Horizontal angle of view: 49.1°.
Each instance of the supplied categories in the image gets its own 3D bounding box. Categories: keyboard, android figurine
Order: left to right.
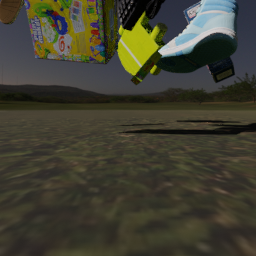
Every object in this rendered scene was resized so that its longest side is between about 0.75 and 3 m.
[{"bbox_3d":[0.479,-3.140,10.806,0.572,2.534,2.784,-26,-19,-33],"label":"android figurine"},{"bbox_3d":[0.414,-3.155,5.809,0.334,1.563,2.602,-11,-17,-31],"label":"keyboard"}]

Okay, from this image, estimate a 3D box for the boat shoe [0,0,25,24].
[{"bbox_3d":[-3.261,-3.682,8.137,0.581,1.609,0.523,11,-9,2],"label":"boat shoe"}]

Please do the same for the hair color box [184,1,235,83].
[{"bbox_3d":[2.751,-2.850,9.434,0.739,2.442,1.221,-23,-14,19],"label":"hair color box"}]

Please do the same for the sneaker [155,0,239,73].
[{"bbox_3d":[2.015,-2.778,8.262,1.159,1.903,2.915,26,-18,-34],"label":"sneaker"}]

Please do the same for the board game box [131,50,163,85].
[{"bbox_3d":[0.411,-1.341,6.272,0.189,0.795,0.404,40,-11,-9],"label":"board game box"}]

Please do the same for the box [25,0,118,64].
[{"bbox_3d":[-1.141,-2.409,5.940,1.665,1.728,1.054,8,36,10],"label":"box"}]
